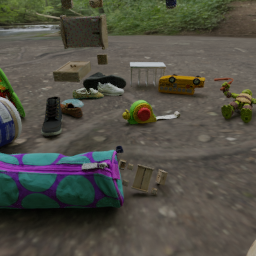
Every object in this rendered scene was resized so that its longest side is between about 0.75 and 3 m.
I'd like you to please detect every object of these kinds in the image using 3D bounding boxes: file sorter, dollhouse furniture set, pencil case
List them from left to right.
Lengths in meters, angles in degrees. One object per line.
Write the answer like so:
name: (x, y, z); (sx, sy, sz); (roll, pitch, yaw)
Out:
pencil case: (-1.577, 1.052, 5.918); (2.971, 1.373, 1.264); (-1, 53, 1)
dollhouse furniture set: (-1.521, -2.961, 8.526); (1.486, 2.867, 1.269); (4, 29, 12)
dollhouse furniture set: (0.285, 1.161, 6.660); (1.133, 0.587, 0.502); (16, -5, -2)
file sorter: (1.077, -3.020, 15.792); (1.907, 1.188, 1.323); (0, 23, 0)

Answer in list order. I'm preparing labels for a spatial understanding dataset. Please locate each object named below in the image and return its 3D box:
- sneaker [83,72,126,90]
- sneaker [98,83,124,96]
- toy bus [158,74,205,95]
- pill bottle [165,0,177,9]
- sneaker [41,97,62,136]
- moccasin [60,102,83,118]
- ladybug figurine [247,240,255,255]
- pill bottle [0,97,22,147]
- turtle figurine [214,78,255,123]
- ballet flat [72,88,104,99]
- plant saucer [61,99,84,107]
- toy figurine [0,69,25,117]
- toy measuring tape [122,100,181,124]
sneaker: (-1.179, -2.579, 15.154); (2.272, 0.869, 1.301); (-2, 29, 9)
sneaker: (-0.877, -1.965, 14.130); (1.369, 0.551, 0.523); (6, 22, 9)
toy bus: (2.728, -2.231, 14.299); (2.262, 0.885, 0.736); (8, 22, 17)
pill bottle: (1.687, -5.143, 11.072); (0.439, 0.758, 0.439); (-8, 51, 9)
sneaker: (-2.734, -0.451, 9.949); (0.700, 0.995, 1.872); (-4, 23, -9)
moccasin: (-2.384, -0.815, 11.418); (0.498, 0.525, 1.360); (-20, 30, -39)
ladybug figurine: (2.680, 2.150, 3.805); (2.704, 0.973, 1.836); (-15, 27, -32)
pill bottle: (-4.530, 0.108, 8.009); (1.477, 1.477, 2.552); (14, 27, 30)
turtle figurine: (4.585, -1.093, 11.532); (2.814, 0.906, 2.269); (27, 42, 20)
ballet flat: (-1.931, -1.682, 13.525); (1.499, 0.530, 0.530); (-3, 23, -7)
plant saucer: (-2.529, -1.117, 12.564); (1.067, 0.205, 1.067); (-1, 23, 0)
toy figurine: (-5.597, -0.894, 10.880); (2.306, 1.881, 2.505); (-28, 58, -25)
toy measuring tape: (0.931, -0.684, 10.738); (2.398, 0.882, 0.882); (-8, 24, -17)
